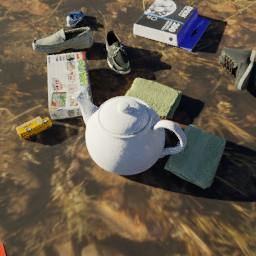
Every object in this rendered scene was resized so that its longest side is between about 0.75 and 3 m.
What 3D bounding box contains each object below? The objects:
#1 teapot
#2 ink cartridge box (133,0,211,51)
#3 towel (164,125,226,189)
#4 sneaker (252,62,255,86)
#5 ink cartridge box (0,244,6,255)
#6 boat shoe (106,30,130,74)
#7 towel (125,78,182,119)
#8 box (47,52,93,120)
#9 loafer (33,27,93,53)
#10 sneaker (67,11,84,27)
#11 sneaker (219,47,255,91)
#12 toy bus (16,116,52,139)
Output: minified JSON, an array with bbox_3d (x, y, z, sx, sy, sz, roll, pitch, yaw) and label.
[{"bbox_3d":[-0.032,-0.002,8.412,2.676,1.954,2.641,-15,53,-13],"label":"teapot"},{"bbox_3d":[2.163,-4.980,13.208,2.892,0.627,2.864,23,54,16],"label":"ink cartridge box"},{"bbox_3d":[2.170,0.830,8.767,1.490,0.366,2.008,24,56,17],"label":"towel"},{"bbox_3d":[5.453,-2.227,11.040,0.779,0.737,1.928,21,55,-3],"label":"sneaker"},{"bbox_3d":[-3.609,3.519,6.682,1.342,0.383,1.091,-25,56,-14],"label":"ink cartridge box"},{"bbox_3d":[-0.472,-3.159,11.676,0.834,0.785,2.321,-12,54,-11],"label":"boat shoe"},{"bbox_3d":[0.904,-1.101,10.305,1.949,0.355,1.446,21,56,15],"label":"towel"},{"bbox_3d":[-2.192,-1.673,10.517,1.557,0.491,2.830,-8,57,-6],"label":"box"},{"bbox_3d":[-2.831,-3.878,12.133,2.617,0.913,0.915,-12,53,-9],"label":"loafer"},{"bbox_3d":[-2.556,-5.432,13.620,0.471,0.524,1.273,15,52,14],"label":"sneaker"},{"bbox_3d":[4.154,-2.333,11.032,1.326,0.933,2.496,17,45,20],"label":"sneaker"},{"bbox_3d":[-3.159,-0.038,9.466,1.087,0.354,0.426,-31,57,-21],"label":"toy bus"}]
